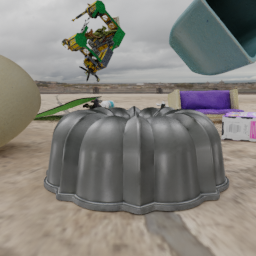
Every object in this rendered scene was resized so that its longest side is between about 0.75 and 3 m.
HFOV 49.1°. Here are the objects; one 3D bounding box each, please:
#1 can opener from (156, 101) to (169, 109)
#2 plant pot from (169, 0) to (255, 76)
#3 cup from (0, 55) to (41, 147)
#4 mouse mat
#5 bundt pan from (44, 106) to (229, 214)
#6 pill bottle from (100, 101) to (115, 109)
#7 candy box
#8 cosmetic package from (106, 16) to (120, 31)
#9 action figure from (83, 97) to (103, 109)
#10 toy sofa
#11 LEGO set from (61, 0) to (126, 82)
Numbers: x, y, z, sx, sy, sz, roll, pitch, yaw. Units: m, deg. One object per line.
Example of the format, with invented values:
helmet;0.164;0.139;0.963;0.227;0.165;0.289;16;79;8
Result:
can opener;2.136;-0.828;12.869;1.815;0.603;0.478;9;11;0
plant pot;2.381;-2.702;7.786;2.072;2.078;2.116;-49;12;-27
cup;-2.861;-0.302;5.394;1.950;1.950;1.394;1;44;7
mouse mat;-2.573;-0.847;11.431;2.665;0.100;2.145;-16;3;18
bundt pan;0.110;0.214;4.104;2.656;0.997;2.656;0;8;0
pill bottle;-1.164;-1.248;15.506;0.508;0.508;0.917;5;10;30
candy box;3.349;-0.048;7.081;1.718;0.614;1.441;3;9;26
cosmetic package;-0.576;-4.140;11.571;0.440;0.850;0.371;13;35;38
action figure;-1.274;-0.803;11.446;0.759;0.884;1.487;-14;9;-33
toy sofa;2.866;-0.869;10.268;2.602;1.078;1.270;-3;-5;-16
LEGO set;-1.343;-3.015;9.839;1.451;2.504;1.926;-9;-32;45
